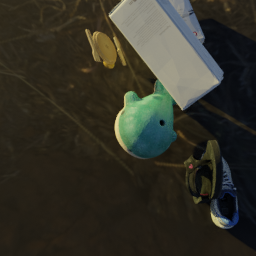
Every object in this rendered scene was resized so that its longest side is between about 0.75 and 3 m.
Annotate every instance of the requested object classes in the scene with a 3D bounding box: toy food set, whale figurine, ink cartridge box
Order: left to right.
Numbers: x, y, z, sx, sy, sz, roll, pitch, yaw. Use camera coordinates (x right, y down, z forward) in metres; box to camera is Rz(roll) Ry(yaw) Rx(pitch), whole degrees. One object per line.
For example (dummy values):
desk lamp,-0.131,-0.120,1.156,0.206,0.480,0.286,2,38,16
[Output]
toy food set,-0.658,-2.079,7.497,0.293,1.462,1.009,-21,85,30
whale figurine,0.688,-0.310,6.914,1.781,1.161,2.239,44,62,-15
ink cartridge box,0.993,-3.005,7.926,1.562,0.897,2.151,-18,79,-4

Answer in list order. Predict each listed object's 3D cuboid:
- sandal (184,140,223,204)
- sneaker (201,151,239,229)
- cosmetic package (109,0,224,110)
sandal,1.485,1.106,5.939,0.639,2.671,1.004,-4,62,2
sneaker,2.292,1.419,6.770,0.752,0.832,1.953,-12,75,1
cosmetic package,0.973,-1.851,6.380,1.065,1.482,2.626,-36,91,28
